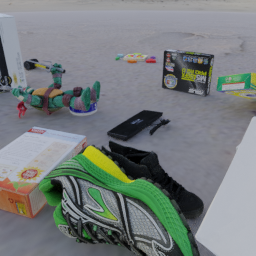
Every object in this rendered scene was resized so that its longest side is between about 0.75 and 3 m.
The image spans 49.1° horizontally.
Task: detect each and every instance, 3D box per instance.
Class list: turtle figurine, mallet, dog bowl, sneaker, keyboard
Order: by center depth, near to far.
[{"bbox_3d":[-0.224,1.308,3.916,1.241,1.137,2.914,-33,35,-28],"label":"sneaker"},{"bbox_3d":[0.402,0.831,4.741,1.816,0.947,0.545,13,31,25],"label":"sneaker"},{"bbox_3d":[0.403,-0.070,7.377,1.144,0.185,1.800,11,29,34],"label":"keyboard"},{"bbox_3d":[-2.216,-1.046,7.999,2.617,1.317,1.959,7,42,10],"label":"turtle figurine"},{"bbox_3d":[-1.341,-0.674,8.395,0.824,0.325,0.824,0,27,0],"label":"dog bowl"},{"bbox_3d":[-3.697,-2.649,12.293,2.035,0.419,0.670,19,32,26],"label":"mallet"}]

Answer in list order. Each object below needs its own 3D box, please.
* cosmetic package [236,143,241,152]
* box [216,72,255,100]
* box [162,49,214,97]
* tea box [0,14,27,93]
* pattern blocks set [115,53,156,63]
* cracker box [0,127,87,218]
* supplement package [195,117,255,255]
[{"bbox_3d":[3.594,0.266,5.482,2.323,0.600,1.752,-35,41,-19],"label":"cosmetic package"},{"bbox_3d":[3.810,-1.166,8.321,2.095,0.507,1.229,4,1,-29],"label":"box"},{"bbox_3d":[2.036,-1.935,9.726,1.710,1.370,0.379,18,31,30],"label":"box"},{"bbox_3d":[-5.095,-2.521,9.635,2.432,2.472,1.652,-19,32,-32],"label":"tea box"},{"bbox_3d":[0.387,-3.614,14.356,2.052,0.166,1.804,1,27,2],"label":"pattern blocks set"},{"bbox_3d":[-1.811,0.716,5.381,1.325,0.571,1.978,9,29,18],"label":"cracker box"},{"bbox_3d":[2.201,1.032,2.944,1.986,1.460,1.899,17,8,-46],"label":"supplement package"}]
